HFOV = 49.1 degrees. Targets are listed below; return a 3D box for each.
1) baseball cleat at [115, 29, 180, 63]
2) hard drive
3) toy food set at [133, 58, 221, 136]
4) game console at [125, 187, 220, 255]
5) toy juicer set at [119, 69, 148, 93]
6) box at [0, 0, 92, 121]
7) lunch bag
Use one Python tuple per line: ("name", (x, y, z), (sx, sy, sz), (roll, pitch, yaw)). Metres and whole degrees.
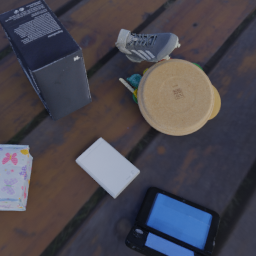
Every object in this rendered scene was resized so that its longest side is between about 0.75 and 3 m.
("baseball cleat", (0.462, -2.942, 9.886), (1.505, 2.828, 0.986), (26, 79, -29))
("hard drive", (-0.664, 1.249, 9.091), (1.773, 0.233, 1.170), (39, 68, 20))
("toy food set", (1.689, -1.140, 9.843), (2.838, 0.690, 2.809), (-35, 86, -9))
("game console", (1.325, 2.749, 7.654), (2.319, 2.040, 1.350), (20, 91, 11))
("toy juicer set", (0.394, -1.698, 10.727), (1.327, 0.361, 0.844), (-23, 81, -16))
("box", (-2.729, -2.251, 9.591), (1.652, 2.767, 2.813), (-30, 65, -16))
("lunch bag", (-4.083, 1.466, 8.349), (2.137, 1.358, 1.812), (3, 61, -10))
